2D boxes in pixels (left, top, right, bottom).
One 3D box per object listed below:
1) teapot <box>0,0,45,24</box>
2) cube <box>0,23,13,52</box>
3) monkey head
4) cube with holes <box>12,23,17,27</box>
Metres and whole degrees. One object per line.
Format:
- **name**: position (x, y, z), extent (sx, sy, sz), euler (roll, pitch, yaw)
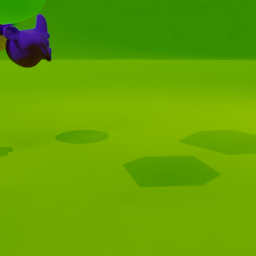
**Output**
- **teapot**: position (-1.429, -1.520, 3.015), extent (0.967, 1.555, 0.761), euler (28, -31, -33)
- **cube**: position (-2.794, -1.707, 4.555), extent (1.203, 1.203, 1.203), euler (-45, 14, -22)
- **monkey head**: position (-1.740, -1.519, 4.883), extent (0.744, 0.889, 1.235), euler (-4, -8, -8)
- **cube with holes**: position (-4.511, -3.190, 8.694), extent (1.290, 1.290, 1.290), euler (-42, 9, 40)
